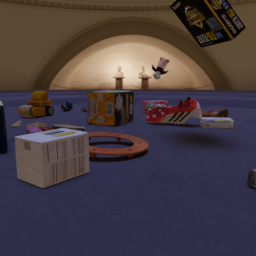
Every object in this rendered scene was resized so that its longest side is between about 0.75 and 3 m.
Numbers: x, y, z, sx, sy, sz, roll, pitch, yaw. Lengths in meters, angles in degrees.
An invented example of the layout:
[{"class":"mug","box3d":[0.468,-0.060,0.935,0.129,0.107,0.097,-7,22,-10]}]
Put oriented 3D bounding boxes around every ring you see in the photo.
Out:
[{"class":"ring","box3d":[-0.555,0.446,7.597,2.219,0.213,2.219,4,12,-1]}]

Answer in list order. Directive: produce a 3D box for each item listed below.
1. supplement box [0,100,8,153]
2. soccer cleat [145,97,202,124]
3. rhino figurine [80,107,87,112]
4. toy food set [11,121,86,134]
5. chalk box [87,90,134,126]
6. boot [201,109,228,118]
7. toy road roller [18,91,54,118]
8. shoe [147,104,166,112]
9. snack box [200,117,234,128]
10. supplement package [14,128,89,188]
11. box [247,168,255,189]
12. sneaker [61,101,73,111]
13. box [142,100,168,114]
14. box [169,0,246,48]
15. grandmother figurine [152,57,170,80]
[{"class":"supplement box","box3d":[-4.359,-0.041,7.625,1.871,1.256,1.869,-5,11,-25]},{"class":"soccer cleat","box3d":[1.888,-0.533,11.947,2.539,1.081,0.871,-16,40,33]},{"class":"rhino figurine","box3d":[-2.335,-1.098,16.459,0.396,0.271,0.906,24,21,38]},{"class":"toy food set","box3d":[-2.612,0.139,9.421,2.315,0.365,1.471,6,9,-9]},{"class":"chalk box","box3d":[-0.622,-0.957,12.461,1.404,1.414,2.266,6,10,26]},{"class":"boot","box3d":[4.287,-0.716,13.829,1.261,0.465,0.976,-6,8,-41]},{"class":"toy road roller","box3d":[-4.699,-1.242,14.355,1.077,1.280,1.753,5,11,25]},{"class":"shoe","box3d":[1.717,-0.952,14.497,0.842,0.661,1.851,-8,8,-18]},{"class":"snack box","box3d":[3.573,-0.217,11.323,1.223,0.324,0.870,2,10,10]},{"class":"supplement package","box3d":[-1.473,0.534,5.545,0.864,0.858,1.139,8,13,37]},{"class":"box","box3d":[2.979,0.948,4.669,1.168,0.356,1.449,-4,11,-28]},{"class":"sneaker","box3d":[-3.801,-1.280,17.018,0.621,0.555,1.517,-9,1,2]},{"class":"box","box3d":[1.513,-1.191,15.789,1.374,0.685,0.656,-3,11,-13]},{"class":"box","box3d":[2.245,-3.328,8.287,0.555,1.796,2.249,-43,13,2]},{"class":"grandmother figurine","box3d":[1.297,-2.423,11.459,0.728,0.364,1.201,16,53,10]}]
